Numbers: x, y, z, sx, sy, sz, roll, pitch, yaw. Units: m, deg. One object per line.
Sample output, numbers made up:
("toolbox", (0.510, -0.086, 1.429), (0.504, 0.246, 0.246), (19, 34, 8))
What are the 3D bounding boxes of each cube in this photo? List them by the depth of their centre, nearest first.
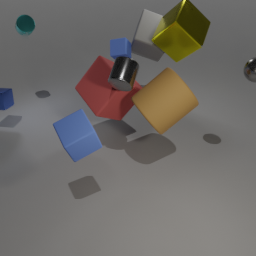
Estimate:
("cube", (-1.070, 0.166, 6.006), (0.700, 0.700, 0.700), (-29, 58, -8))
("cube", (-0.585, -1.269, 9.276), (1.400, 1.400, 1.400), (51, 21, 25))
("cube", (1.995, -3.633, 10.542), (1.400, 1.400, 1.400), (-22, 38, 55))
("cube", (-4.944, -1.131, 10.851), (0.700, 0.700, 0.700), (4, 22, 8))
("cube", (-0.298, -3.277, 11.688), (0.700, 0.700, 0.700), (-2, -4, 19))
("cube", (0.995, -3.912, 12.012), (1.400, 1.400, 1.400), (18, -8, -6))

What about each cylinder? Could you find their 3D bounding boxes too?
("cylinder", (-0.117, -1.454, 7.576), (0.700, 0.700, 0.700), (12, 74, 20))
("cylinder", (1.049, -0.770, 8.067), (1.400, 1.400, 1.400), (-40, 32, 7))
("cylinder", (-4.112, -4.092, 11.188), (0.700, 0.700, 0.700), (-14, 13, -23))

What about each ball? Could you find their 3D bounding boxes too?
("ball", (3.579, -1.610, 7.768), (0.700, 0.700, 0.700), (0, 30, 0))
